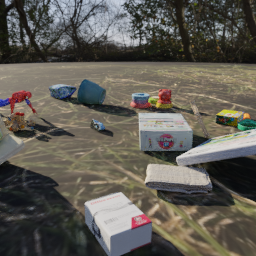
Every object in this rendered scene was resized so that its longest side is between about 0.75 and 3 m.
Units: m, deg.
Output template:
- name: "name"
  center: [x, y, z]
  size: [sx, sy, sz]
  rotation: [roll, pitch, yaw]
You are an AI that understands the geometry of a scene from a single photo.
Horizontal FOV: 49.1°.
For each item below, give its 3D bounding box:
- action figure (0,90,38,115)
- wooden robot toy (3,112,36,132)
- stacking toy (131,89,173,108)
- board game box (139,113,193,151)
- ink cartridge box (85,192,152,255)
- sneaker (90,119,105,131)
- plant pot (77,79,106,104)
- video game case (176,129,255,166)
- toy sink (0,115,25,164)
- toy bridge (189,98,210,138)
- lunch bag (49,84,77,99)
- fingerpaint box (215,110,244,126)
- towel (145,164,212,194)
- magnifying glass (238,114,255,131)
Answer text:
- name: "action figure"
  center: [-5.556, -0.917, 13.440]
  size: [2.910, 1.441, 0.950]
  rotation: [-16, 12, 28]
- name: "wooden robot toy"
  center: [-4.553, -0.186, 11.287]
  size: [1.651, 0.727, 0.749]
  rotation: [7, 29, 24]
- name: "stacking toy"
  center: [1.280, -1.800, 15.876]
  size: [2.303, 0.973, 2.085]
  rotation: [-1, 18, -4]
- name: "board game box"
  center: [1.259, 0.078, 10.129]
  size: [1.731, 0.754, 2.347]
  rotation: [0, 16, 2]
- name: "ink cartridge box"
  center: [-0.217, 1.750, 5.224]
  size: [0.839, 0.481, 1.155]
  rotation: [-10, 20, -28]
- name: "sneaker"
  center: [-1.251, -0.088, 11.576]
  size: [0.436, 0.380, 0.970]
  rotation: [10, 14, -33]
- name: "plant pot"
  center: [-2.007, -1.948, 15.990]
  size: [1.296, 1.380, 1.380]
  rotation: [19, 21, 11]
- name: "video game case"
  center: [3.053, 0.424, 7.699]
  size: [2.683, 0.295, 2.445]
  rotation: [-17, 0, 41]
- name: "toy sink"
  center: [-4.759, -0.019, 7.921]
  size: [2.943, 1.649, 1.918]
  rotation: [17, 40, 32]
- name: "toy bridge"
  center: [2.626, -0.388, 10.380]
  size: [0.214, 1.575, 0.529]
  rotation: [-24, -10, 15]
- name: "lunch bag"
  center: [-4.178, -2.408, 18.031]
  size: [1.160, 0.870, 1.365]
  rotation: [15, 32, 40]
- name: "fingerpaint box"
  center: [4.544, -0.456, 12.464]
  size: [0.947, 0.416, 1.135]
  rotation: [10, 21, 32]
- name: "towel"
  center: [1.257, 1.269, 7.116]
  size: [1.613, 0.278, 1.069]
  rotation: [5, 16, 6]
- name: "magnifying glass"
  center: [5.217, -0.257, 12.153]
  size: [0.885, 0.249, 2.223]
  rotation: [6, 17, 18]
